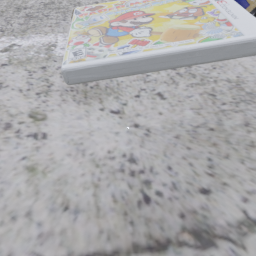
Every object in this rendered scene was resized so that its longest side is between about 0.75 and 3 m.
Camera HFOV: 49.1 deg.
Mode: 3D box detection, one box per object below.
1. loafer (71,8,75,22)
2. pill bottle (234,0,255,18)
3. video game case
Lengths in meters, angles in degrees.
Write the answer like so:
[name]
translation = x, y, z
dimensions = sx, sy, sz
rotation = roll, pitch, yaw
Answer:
[loafer]
translation = -1.407, -2.809, 8.431
dimensions = 0.668, 0.592, 1.756
rotation = 3, 68, -39
[pill bottle]
translation = 2.019, -2.619, 5.207
dimensions = 1.002, 1.002, 1.791
rotation = -21, 72, -25
[video game case]
translation = 0.292, -1.165, 3.180
dimensions = 1.939, 0.222, 1.765
rotation = -9, 40, 2
